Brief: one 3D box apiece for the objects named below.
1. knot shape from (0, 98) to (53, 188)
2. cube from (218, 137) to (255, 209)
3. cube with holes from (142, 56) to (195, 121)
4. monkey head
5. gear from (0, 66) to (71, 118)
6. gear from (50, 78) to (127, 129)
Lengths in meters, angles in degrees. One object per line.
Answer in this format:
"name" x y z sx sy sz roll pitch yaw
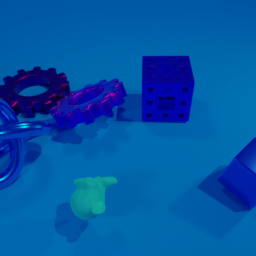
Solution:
"knot shape" -2.472 0.201 5.351 0.903 1.828 1.953 39 68 24
"cube" 2.441 0.868 5.446 0.836 0.836 0.836 -33 63 -32
"cube with holes" 0.966 -1.021 7.240 1.210 1.210 1.210 0 44 3
"monkey head" -0.562 1.176 4.764 0.822 1.143 0.689 -4 79 -23
"gear" -2.670 -1.075 7.983 1.981 0.366 1.981 0 43 0
"gear" -0.983 -0.649 6.984 1.900 0.351 1.900 -18 26 9
